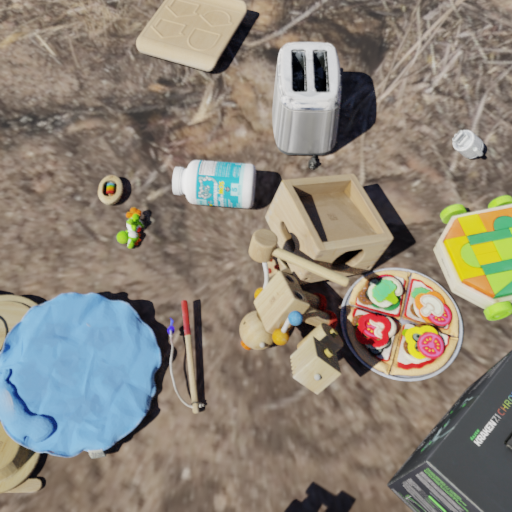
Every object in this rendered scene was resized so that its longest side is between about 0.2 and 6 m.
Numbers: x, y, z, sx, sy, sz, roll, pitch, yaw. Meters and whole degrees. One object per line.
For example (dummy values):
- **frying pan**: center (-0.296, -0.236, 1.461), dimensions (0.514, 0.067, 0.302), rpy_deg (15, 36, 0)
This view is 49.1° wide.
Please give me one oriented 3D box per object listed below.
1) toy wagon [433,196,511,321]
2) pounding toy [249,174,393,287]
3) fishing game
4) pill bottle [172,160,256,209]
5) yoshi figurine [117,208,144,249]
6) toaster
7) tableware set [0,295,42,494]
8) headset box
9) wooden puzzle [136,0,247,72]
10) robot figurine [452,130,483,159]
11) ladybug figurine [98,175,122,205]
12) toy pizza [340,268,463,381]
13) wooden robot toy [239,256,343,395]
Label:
- **toy wagon**: center (4.398, -0.093, 9.413), dimensions (2.658, 0.526, 2.062), rpy_deg (-11, 62, -6)
- **pounding toy**: center (0.852, -0.126, 8.839), dimensions (2.326, 1.064, 2.043), rpy_deg (-9, 57, -26)
- **fishing game**: center (-2.619, 1.749, 8.363), dimensions (3.493, 0.543, 2.501), rpy_deg (-5, 65, -12)
- **pill bottle**: center (-0.738, -1.277, 9.926), dimensions (1.425, 0.789, 0.789), rpy_deg (4, 61, 3)
- **yoshi figurine**: center (-2.230, -0.479, 9.742), dimensions (0.400, 0.401, 0.714), rpy_deg (-6, 62, 15)
- **toaster**: center (0.938, -2.912, 10.466), dimensions (1.267, 1.441, 2.230), rpy_deg (2, 61, 2)
- **tableware set**: center (-4.535, 2.080, 8.030), dimensions (2.981, 0.414, 3.568), rpy_deg (-2, 58, -15)
- **headset box**: center (2.867, 2.374, 7.018), dimensions (1.068, 2.303, 2.005), rpy_deg (41, 68, 20)
- **wooden puzzle**: center (-1.367, -4.900, 12.176), dimensions (1.836, 0.459, 1.982), rpy_deg (19, 67, 11)
- **robot figurine**: center (3.969, -2.077, 10.470), dimensions (0.417, 0.739, 0.627), rpy_deg (-49, 48, 23)
- **ladybug figurine**: center (-2.640, -1.182, 10.191), dimensions (0.437, 0.231, 0.644), rpy_deg (1, 61, 1)
- **toy pizza**: center (2.326, 1.017, 8.915), dimensions (1.950, 0.309, 1.950), rpy_deg (0, 61, 0)
- **wooden robot toy**: center (0.393, 1.111, 8.560), dimensions (1.326, 1.287, 2.922), rpy_deg (-47, 36, 18)
